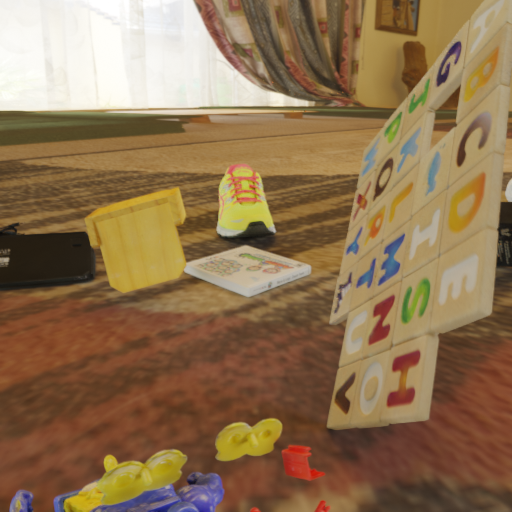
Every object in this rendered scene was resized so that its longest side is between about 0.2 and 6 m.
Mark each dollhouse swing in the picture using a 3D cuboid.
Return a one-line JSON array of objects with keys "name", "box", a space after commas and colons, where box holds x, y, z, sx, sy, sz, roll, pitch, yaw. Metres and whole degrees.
[{"name": "dollhouse swing", "box": [-1.443, -0.213, 7.261, 1.151, 1.012, 1.046, -16, 14, 1]}]

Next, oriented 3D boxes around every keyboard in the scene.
[{"name": "keyboard", "box": [-3.788, 0.136, 8.128, 2.851, 0.565, 1.484, -3, 42, -12]}]

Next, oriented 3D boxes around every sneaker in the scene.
[{"name": "sneaker", "box": [-0.276, -1.072, 10.338, 1.010, 1.167, 2.585, -2, 20, -12]}]

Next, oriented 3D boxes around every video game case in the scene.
[{"name": "video game case", "box": [-0.132, 0.186, 8.127, 1.264, 0.164, 1.388, -17, 25, -42]}]

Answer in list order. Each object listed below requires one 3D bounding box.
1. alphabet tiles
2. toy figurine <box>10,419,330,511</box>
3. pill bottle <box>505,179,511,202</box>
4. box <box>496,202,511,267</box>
[{"name": "alphabet tiles", "box": [1.150, -0.201, 4.494, 0.117, 3.107, 2.597, 18, -22, -7]}, {"name": "toy figurine", "box": [-0.831, 1.686, 3.046, 2.249, 1.186, 1.347, -11, -8, -29]}, {"name": "pill bottle", "box": [5.936, -1.437, 12.069, 1.387, 0.768, 0.768, -16, 24, -39]}, {"name": "box", "box": [3.468, -0.314, 8.167, 0.871, 0.856, 0.511, 4, 45, 37]}]
